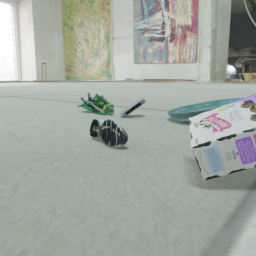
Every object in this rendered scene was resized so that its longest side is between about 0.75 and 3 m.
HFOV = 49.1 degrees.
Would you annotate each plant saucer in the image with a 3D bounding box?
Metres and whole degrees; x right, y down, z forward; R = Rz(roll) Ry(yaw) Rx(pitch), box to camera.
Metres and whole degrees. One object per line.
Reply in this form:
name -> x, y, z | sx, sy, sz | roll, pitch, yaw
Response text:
plant saucer -> 2.499, -0.579, 8.974 | 2.458, 0.337, 2.458 | -11, 7, 1

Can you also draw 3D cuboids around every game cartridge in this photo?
game cartridge -> 0.159, -0.712, 9.748 | 0.978, 0.198, 0.652 | -35, 14, 4

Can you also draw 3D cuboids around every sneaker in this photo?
sneaker -> -0.313, 0.061, 6.277 | 0.609, 0.548, 1.412 | 5, 9, -32

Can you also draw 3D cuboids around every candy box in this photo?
candy box -> 1.692, 0.027, 4.037 | 1.523, 0.545, 1.277 | -20, 16, 17

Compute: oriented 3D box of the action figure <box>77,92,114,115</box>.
action figure -> -1.084, -0.892, 10.503 | 1.703, 0.466, 1.006 | 26, 58, 40
